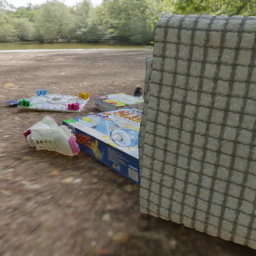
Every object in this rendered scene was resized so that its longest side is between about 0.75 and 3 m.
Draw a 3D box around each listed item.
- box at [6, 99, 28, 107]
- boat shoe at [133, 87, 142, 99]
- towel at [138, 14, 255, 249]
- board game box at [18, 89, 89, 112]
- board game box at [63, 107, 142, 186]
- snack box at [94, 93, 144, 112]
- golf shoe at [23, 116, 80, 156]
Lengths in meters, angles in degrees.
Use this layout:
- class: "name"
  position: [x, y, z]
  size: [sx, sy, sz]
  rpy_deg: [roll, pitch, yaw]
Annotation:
- class: "box"
  position: [-3.781, -0.875, 9.768]
  size: [0.827, 0.134, 0.501]
  rpy_deg: [-15, 24, -42]
- class: "boat shoe"
  position: [0.398, -1.360, 10.847]
  size: [0.389, 0.368, 1.112]
  rpy_deg: [3, 19, 8]
- class: "towel"
  position: [1.241, 0.026, 3.357]
  size: [2.119, 2.559, 1.095]
  rpy_deg: [12, 20, 28]
- class: "board game box"
  position: [-2.485, -0.993, 9.749]
  size: [1.983, 0.257, 1.983]
  rpy_deg: [5, 19, 1]
- class: "board game box"
  position: [0.114, 0.182, 5.939]
  size: [1.953, 0.497, 2.886]
  rpy_deg: [-14, 22, -35]
- class: "snack box"
  position: [-0.267, -0.759, 9.009]
  size: [1.089, 0.406, 1.532]
  rpy_deg: [-12, 22, -31]
- class: "golf shoe"
  position: [-1.618, 0.276, 5.838]
  size: [0.794, 0.654, 1.735]
  rpy_deg: [-28, 27, -27]
